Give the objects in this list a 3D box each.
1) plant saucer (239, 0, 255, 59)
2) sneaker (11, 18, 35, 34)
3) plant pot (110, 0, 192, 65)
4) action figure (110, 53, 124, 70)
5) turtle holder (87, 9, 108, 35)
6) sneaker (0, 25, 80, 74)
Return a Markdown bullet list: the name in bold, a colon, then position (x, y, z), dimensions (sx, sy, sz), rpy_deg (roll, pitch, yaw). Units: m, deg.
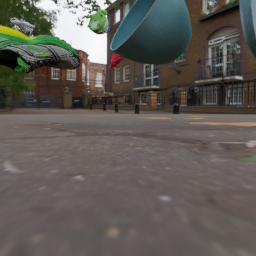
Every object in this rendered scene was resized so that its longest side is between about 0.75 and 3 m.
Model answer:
- **plant saucer**: position (3.343, -2.911, 6.919), dimensions (0.389, 2.836, 2.836), rpy_deg (2, 4, 41)
- **sneaker**: position (-3.633, -3.506, 9.649), dimensions (0.347, 0.374, 0.922), rpy_deg (38, 19, 24)
- **plant pot**: position (0.840, -2.718, 7.833), dimensions (1.593, 2.365, 2.365), rpy_deg (31, -9, -22)
- **action figure**: position (-0.168, -3.345, 12.027), dimensions (0.603, 0.764, 2.335), rpy_deg (20, -43, -27)
- **turtle holder**: position (-1.164, -4.222, 11.215), dimensions (0.784, 1.032, 0.733), rpy_deg (-23, -27, 23)
- **sneaker**: position (-2.543, -1.862, 7.551), dimensions (2.587, 1.102, 1.009), rpy_deg (2, -29, -30)
